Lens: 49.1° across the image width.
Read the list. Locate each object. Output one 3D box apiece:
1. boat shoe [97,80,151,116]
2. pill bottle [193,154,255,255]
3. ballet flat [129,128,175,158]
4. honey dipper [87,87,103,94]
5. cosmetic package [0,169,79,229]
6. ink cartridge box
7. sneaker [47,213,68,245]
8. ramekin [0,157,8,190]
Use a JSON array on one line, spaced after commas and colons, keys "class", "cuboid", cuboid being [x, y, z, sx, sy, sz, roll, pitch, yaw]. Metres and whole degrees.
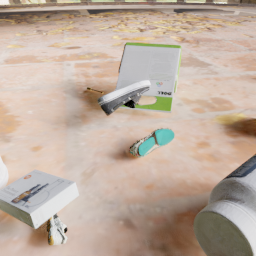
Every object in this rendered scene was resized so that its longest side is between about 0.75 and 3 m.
[{"class": "boat shoe", "cuboid": [0.009, -0.922, 8.806, 2.130, 0.705, 0.745, -26, 3, -42]}, {"class": "pill bottle", "cuboid": [2.246, 1.342, 4.861, 2.321, 1.388, 1.388, -23, 37, -35]}, {"class": "ballet flat", "cuboid": [0.613, 0.349, 7.535, 1.525, 0.577, 0.487, -21, 12, -38]}, {"class": "honey dipper", "cuboid": [-1.296, -1.486, 11.135, 0.757, 0.144, 0.144, 18, 34, 22]}, {"class": "cosmetic package", "cuboid": [-1.855, 1.342, 5.602, 1.418, 0.366, 1.069, 6, 25, 38]}, {"class": "ink cartridge box", "cuboid": [0.724, -1.662, 10.310, 2.151, 1.103, 2.911, 7, 65, 11]}, {"class": "sneaker", "cuboid": [-1.299, 1.840, 5.174, 0.349, 0.302, 0.797, 10, 25, -23]}, {"class": "ramekin", "cuboid": [-3.629, 0.910, 6.064, 1.805, 0.947, 1.805, 0, 30, 0]}]
